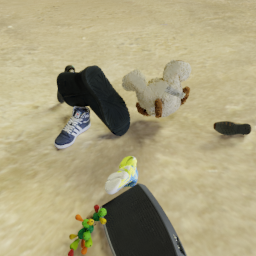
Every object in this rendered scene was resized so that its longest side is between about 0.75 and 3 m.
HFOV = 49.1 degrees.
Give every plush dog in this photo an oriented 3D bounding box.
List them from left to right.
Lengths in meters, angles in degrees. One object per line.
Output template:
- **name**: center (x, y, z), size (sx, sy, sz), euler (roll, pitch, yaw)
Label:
- **plush dog**: center (1.000, -0.860, 8.273), size (2.029, 1.743, 1.628), euler (-13, 71, 14)

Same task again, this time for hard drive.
- **hard drive**: center (0.188, 2.022, 5.457), size (1.298, 0.407, 1.924), euler (-31, 42, -1)

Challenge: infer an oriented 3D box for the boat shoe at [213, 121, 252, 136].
- **boat shoe**: center (3.070, 0.010, 8.336), size (1.133, 0.429, 0.419), euler (7, 6, -9)

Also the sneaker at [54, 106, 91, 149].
- **sneaker**: center (-1.599, -0.079, 8.100), size (0.517, 0.801, 1.476), euler (27, 44, 17)

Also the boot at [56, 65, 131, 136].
- **boot**: center (-1.099, -0.806, 8.620), size (0.880, 2.303, 1.935), euler (-44, 26, -28)

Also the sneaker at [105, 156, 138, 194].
- **sneaker**: center (-0.056, 1.167, 6.162), size (0.448, 0.621, 1.182), euler (-3, 29, 34)

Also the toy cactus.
- **toy cactus**: center (-0.790, 1.883, 5.446), size (0.563, 1.102, 0.909), euler (27, 12, -1)

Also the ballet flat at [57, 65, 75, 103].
- **ballet flat**: center (-2.108, -1.507, 9.584), size (0.461, 1.357, 0.464), euler (12, 3, -36)
